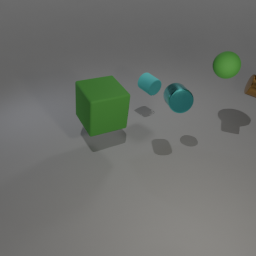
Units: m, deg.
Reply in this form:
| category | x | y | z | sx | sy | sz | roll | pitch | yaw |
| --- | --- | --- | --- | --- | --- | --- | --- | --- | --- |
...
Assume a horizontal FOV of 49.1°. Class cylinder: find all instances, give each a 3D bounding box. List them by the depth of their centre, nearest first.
| category | x | y | z | sx | sy | sz | roll | pitch | yaw |
| --- | --- | --- | --- | --- | --- | --- | --- | --- | --- |
| cylinder | 1.416 | -0.856 | 7.925 | 0.700 | 0.700 | 0.700 | -3 | 24 | -5 |
| cylinder | 4.395 | -1.355 | 9.400 | 0.700 | 0.700 | 0.700 | 22 | 36 | 6 |
| cylinder | 0.862 | -1.760 | 11.232 | 0.700 | 0.700 | 0.700 | -23 | 48 | -32 |

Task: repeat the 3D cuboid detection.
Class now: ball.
| category | x | y | z | sx | sy | sz | roll | pitch | yaw |
| --- | --- | --- | --- | --- | --- | --- | --- | --- | --- |
| ball | 2.570 | -1.638 | 7.291 | 0.700 | 0.700 | 0.700 | 0 | 32 | 0 |

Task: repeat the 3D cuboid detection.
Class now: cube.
| category | x | y | z | sx | sy | sz | roll | pitch | yaw |
| --- | --- | --- | --- | --- | --- | --- | --- | --- | --- |
| cube | -0.903 | -0.783 | 9.587 | 1.400 | 1.400 | 1.400 | -14 | 43 | -25 |
